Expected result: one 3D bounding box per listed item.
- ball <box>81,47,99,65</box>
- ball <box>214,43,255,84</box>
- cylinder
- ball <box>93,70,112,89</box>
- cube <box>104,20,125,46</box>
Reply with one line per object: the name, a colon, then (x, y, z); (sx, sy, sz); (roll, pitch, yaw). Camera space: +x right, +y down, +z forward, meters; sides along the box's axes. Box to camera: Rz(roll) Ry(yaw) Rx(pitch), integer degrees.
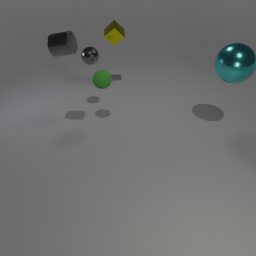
ball: (-1.482, -2.829, 10.983); (0.700, 0.700, 0.700); (0, 33, 0)
ball: (3.757, -2.264, 9.832); (1.400, 1.400, 1.400); (0, 33, 0)
cylinder: (-2.039, -2.619, 8.744); (0.700, 0.700, 0.700); (-4, 31, 17)
ball: (-0.962, -1.798, 10.398); (0.700, 0.700, 0.700); (0, 33, 0)
cube: (-0.634, -4.428, 13.077); (0.700, 0.700, 0.700); (-33, 42, 31)
